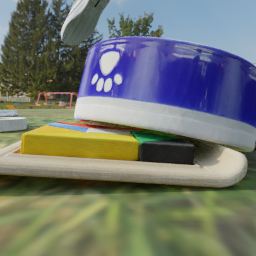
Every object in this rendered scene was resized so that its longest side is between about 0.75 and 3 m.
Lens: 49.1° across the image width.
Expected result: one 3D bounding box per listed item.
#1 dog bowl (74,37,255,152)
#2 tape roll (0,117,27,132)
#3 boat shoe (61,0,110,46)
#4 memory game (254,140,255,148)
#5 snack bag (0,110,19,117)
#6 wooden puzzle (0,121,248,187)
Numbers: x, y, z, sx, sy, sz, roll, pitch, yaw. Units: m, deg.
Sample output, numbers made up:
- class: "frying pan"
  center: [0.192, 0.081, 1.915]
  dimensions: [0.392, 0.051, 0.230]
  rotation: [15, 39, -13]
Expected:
- class: "dog bowl"
  center: [0.521, -0.346, 3.875]
  dimensions: [2.391, 0.942, 2.391]
  rotation: [10, -3, 1]
- class: "tape roll"
  center: [-3.724, -0.107, 7.711]
  dimensions: [1.781, 0.325, 1.781]
  rotation: [-1, 5, 0]
- class: "boat shoe"
  center: [-1.318, -3.793, 9.079]
  dimensions: [0.933, 0.847, 2.536]
  rotation: [22, -48, -39]
- class: "memory game"
  center: [2.943, 0.201, 5.011]
  dimensions: [2.604, 0.166, 2.604]
  rotation: [0, 4, 0]
- class: "snack bag"
  center: [-4.385, -0.309, 8.986]
  dimensions: [1.691, 0.181, 1.595]
  rotation: [-1, -10, -20]
- class: "wooden puzzle"
  center: [-0.260, 0.194, 3.309]
  dimensions: [2.446, 0.455, 2.263]
  rotation: [0, 5, -5]
